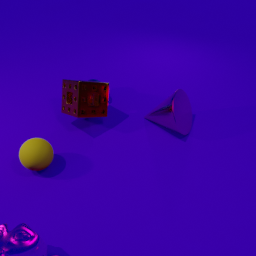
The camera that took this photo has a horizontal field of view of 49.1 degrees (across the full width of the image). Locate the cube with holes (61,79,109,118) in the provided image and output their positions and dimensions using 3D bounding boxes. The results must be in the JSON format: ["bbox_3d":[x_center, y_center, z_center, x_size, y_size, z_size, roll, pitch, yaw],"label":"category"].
[{"bbox_3d":[-1.205,-0.836,7.819,0.947,0.947,0.947,-4,13,-40],"label":"cube with holes"}]

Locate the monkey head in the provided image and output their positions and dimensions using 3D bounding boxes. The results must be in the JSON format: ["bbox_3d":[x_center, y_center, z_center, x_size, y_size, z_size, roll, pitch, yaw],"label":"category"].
[{"bbox_3d":[-1.981,2.294,4.753,1.682,1.013,1.210,-2,31,6],"label":"monkey head"}]

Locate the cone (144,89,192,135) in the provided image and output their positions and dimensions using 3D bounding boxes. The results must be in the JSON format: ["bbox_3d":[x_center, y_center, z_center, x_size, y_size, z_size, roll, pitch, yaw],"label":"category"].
[{"bbox_3d":[0.998,-0.381,8.044,1.282,1.277,1.277,-7,35,34],"label":"cone"}]

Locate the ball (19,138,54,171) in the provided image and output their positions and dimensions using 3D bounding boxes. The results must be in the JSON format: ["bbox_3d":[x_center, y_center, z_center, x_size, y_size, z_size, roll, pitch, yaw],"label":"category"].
[{"bbox_3d":[-2.208,0.636,6.771,0.795,0.795,0.795,0,42,0],"label":"ball"}]

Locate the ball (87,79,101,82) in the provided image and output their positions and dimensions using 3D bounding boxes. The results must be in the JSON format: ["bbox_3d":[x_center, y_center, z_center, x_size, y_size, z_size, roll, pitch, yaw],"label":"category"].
[{"bbox_3d":[-1.088,-1.170,8.825,0.739,0.739,0.739,0,42,0],"label":"ball"}]
